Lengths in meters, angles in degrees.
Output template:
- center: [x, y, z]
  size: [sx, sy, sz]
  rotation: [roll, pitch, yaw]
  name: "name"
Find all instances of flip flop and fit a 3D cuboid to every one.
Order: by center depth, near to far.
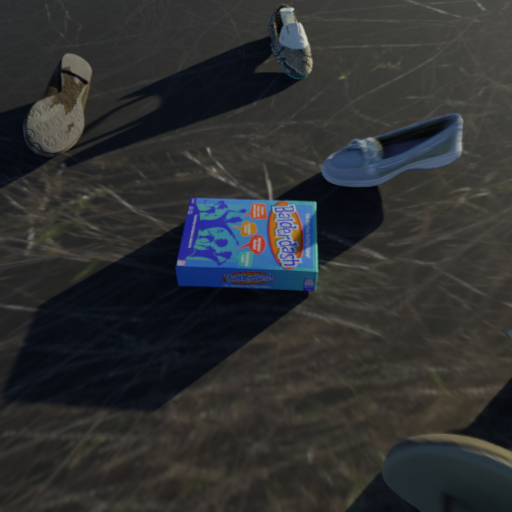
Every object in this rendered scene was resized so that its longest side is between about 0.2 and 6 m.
- center: [2.535, 2.960, 4.934]
  size: [0.991, 1.396, 3.442]
  rotation: [-28, 57, -36]
  name: "flip flop"

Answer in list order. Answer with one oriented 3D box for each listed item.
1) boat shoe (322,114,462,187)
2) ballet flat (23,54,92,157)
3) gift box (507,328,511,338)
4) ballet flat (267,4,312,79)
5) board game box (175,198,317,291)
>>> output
- center: [2.377, -1.877, 9.872]
  size: [2.508, 0.804, 0.925]
  rotation: [-11, 45, 3]
  name: "boat shoe"
- center: [-3.939, -2.940, 11.166]
  size: [1.023, 0.704, 3.036]
  rotation: [26, 44, -29]
  name: "ballet flat"
- center: [4.114, 0.974, 6.728]
  size: [1.325, 1.223, 1.238]
  rotation: [-23, 66, -15]
  name: "gift box"
- center: [0.746, -5.143, 13.018]
  size: [0.872, 0.968, 2.572]
  rotation: [-3, 46, -9]
  name: "ballet flat"
- center: [-0.096, -0.209, 8.598]
  size: [2.044, 0.460, 1.554]
  rotation: [2, 46, 2]
  name: "board game box"
